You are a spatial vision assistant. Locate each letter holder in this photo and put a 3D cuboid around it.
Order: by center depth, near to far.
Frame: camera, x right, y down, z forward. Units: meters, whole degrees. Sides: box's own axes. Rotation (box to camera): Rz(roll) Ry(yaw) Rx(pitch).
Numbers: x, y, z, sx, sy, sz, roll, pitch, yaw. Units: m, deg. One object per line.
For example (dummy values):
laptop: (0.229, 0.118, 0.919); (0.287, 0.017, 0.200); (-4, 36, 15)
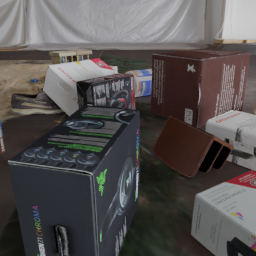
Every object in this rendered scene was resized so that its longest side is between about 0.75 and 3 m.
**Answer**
letter holder: (1.596, 0.576, 7.325); (0.861, 1.217, 1.712); (25, 5, -35)

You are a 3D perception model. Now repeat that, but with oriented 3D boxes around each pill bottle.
pill bottle: (0.978, -2.265, 13.872); (2.252, 1.262, 1.262); (-12, 24, -30)

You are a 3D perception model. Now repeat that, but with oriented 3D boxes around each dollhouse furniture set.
dollhouse furniture set: (-2.230, -2.752, 14.021); (2.031, 2.042, 2.898); (-19, 27, -40)

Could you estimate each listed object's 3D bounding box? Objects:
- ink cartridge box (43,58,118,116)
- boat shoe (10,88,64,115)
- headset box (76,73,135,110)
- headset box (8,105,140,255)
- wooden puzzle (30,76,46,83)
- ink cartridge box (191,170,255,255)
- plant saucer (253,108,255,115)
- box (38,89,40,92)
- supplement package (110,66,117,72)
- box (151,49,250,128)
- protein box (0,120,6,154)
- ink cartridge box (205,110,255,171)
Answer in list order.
ink cartridge box: (-1.611, -1.678, 11.401); (2.142, 1.243, 2.902); (42, 39, 19)
boat shoe: (-3.419, -1.097, 11.290); (2.542, 0.932, 0.947); (-7, 22, -19)
headset box: (-0.620, -0.970, 9.901); (0.851, 1.686, 2.268); (14, 26, 40)
headset box: (-0.611, 0.988, 4.326); (1.103, 2.071, 2.379); (6, 22, 14)
wooden puzzle: (-4.536, -3.058, 17.245); (2.566, 0.300, 1.731); (-14, 25, -31)
ink cartridge box: (2.295, 1.652, 4.269); (1.550, 0.881, 2.127); (-13, 25, -30)
plant saucer: (5.752, -0.188, 9.538); (2.856, 0.522, 2.856); (1, 21, 0)
box: (-3.407, -1.333, 12.343); (1.016, 0.641, 1.034); (-5, 22, -18)
supplement package: (-1.276, -3.168, 16.689); (0.901, 0.894, 1.187); (8, 23, 20)
box: (2.737, -1.699, 10.806); (2.905, 2.410, 2.385); (-16, 26, -35)
protein box: (-4.942, 0.178, 7.111); (2.303, 1.565, 2.320); (9, 23, 21)
ink cartridge box: (3.466, 0.356, 7.512); (1.682, 0.949, 2.291); (-18, 28, -39)
